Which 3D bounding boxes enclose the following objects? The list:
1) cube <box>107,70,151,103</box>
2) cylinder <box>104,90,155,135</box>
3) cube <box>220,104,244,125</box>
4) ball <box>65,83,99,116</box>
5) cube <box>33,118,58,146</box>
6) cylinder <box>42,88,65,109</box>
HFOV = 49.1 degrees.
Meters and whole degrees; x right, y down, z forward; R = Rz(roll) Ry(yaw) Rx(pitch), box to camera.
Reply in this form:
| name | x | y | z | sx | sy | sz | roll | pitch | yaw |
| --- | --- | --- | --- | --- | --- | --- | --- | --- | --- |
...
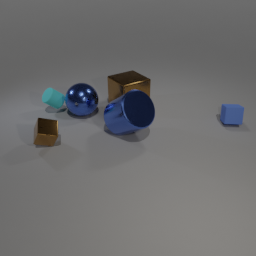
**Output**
| name | x | y | z | sx | sy | sz | roll | pitch | yaw |
| --- | --- | --- | --- | --- | --- | --- | --- | --- | --- |
| cube | 0.037 | -1.600 | 12.500 | 1.400 | 1.400 | 1.400 | -19 | 36 | -27 |
| cylinder | 0.034 | -0.529 | 10.208 | 1.400 | 1.400 | 1.400 | -24 | 2 | -34 |
| cube | 4.185 | -0.564 | 11.295 | 0.700 | 0.700 | 0.700 | 2 | 15 | 3 |
| ball | -1.944 | -1.197 | 11.818 | 1.400 | 1.400 | 1.400 | 0 | 31 | 0 |
| cube | -2.895 | 0.150 | 9.861 | 0.700 | 0.700 | 0.700 | 8 | 53 | -27 |
| cylinder | -3.184 | -1.269 | 11.979 | 0.700 | 0.700 | 0.700 | 29 | 4 | -46 |
